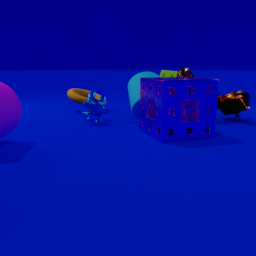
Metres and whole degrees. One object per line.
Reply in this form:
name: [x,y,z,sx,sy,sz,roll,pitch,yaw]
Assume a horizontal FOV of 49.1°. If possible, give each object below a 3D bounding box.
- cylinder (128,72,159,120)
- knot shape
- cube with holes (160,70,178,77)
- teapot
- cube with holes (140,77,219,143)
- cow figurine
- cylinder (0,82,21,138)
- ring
cylinder: [0.571,-0.926,8.273,1.060,1.060,1.060,-2,50,-8]
knot shape: [2.017,-0.862,8.617,1.689,1.805,0.834,19,-6,-14]
cube with holes: [1.792,-1.268,9.898,1.154,1.154,1.154,15,3,-41]
teapot: [3.373,-0.719,8.819,1.026,0.808,1.650,-14,-4,-4]
cube with holes: [1.198,-0.533,6.990,1.399,1.399,1.399,-4,13,-18]
cow figurine: [-1.109,-0.535,8.653,0.695,1.245,1.266,24,-34,-19]
cylinder: [-3.082,-0.319,5.798,1.330,1.330,1.330,-1,10,-3]
ring: [-1.553,-1.139,10.600,1.500,0.300,1.500,17,17,-5]
